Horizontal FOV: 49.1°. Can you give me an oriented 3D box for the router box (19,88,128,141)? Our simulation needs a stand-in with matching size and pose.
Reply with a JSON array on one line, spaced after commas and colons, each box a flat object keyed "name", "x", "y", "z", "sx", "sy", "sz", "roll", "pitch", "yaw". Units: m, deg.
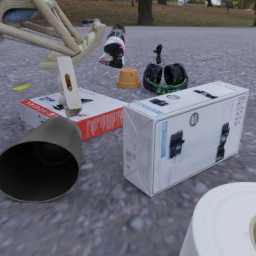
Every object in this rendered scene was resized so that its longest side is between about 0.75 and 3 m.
[{"name": "router box", "x": -1.584, "y": -0.462, "z": 8.321, "sx": 2.517, "sy": 0.615, "sz": 2.259, "roll": 22, "pitch": 32, "yaw": 40}]

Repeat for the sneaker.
[{"name": "sneaker", "x": -0.213, "y": -1.497, "z": 5.212, "sx": 0.485, "sy": 0.521, "sz": 1.207, "roll": 16, "pitch": -10, "yaw": -12}]

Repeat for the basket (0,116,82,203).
[{"name": "basket", "x": -1.574, "y": 0.480, "z": 5.609, "sx": 1.572, "sy": 1.186, "sz": 1.743, "roll": -14, "pitch": 19, "yaw": 6}]

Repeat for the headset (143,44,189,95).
[{"name": "headset", "x": 1.513, "y": -2.427, "z": 11.807, "sx": 1.836, "sy": 1.397, "sz": 2.973, "roll": -1, "pitch": 35, "yaw": -3}]

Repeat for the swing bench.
[{"name": "swing bench", "x": -2.293, "y": -2.921, "z": 7.652, "sx": 2.945, "sy": 1.911, "sz": 2.929, "roll": 33, "pitch": 14, "yaw": -20}]

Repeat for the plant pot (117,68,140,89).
[{"name": "plant pot", "x": 0.032, "y": -2.167, "z": 12.078, "sx": 1.006, "sy": 0.704, "sz": 1.006, "roll": 1, "pitch": 24, "yaw": 0}]

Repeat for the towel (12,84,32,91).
[{"name": "towel", "x": -4.470, "y": -1.720, "z": 11.842, "sx": 0.365, "sy": 0.077, "sz": 0.849, "roll": 10, "pitch": 26, "yaw": 23}]

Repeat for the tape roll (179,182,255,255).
[{"name": "tape roll", "x": 1.360, "y": 1.598, "z": 2.407, "sx": 2.002, "sy": 1.375, "sz": 2.002, "roll": 9, "pitch": 24, "yaw": -4}]

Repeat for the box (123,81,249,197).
[{"name": "box", "x": 1.264, "y": 0.079, "z": 5.856, "sx": 2.819, "sy": 1.644, "sz": 0.848, "roll": -16, "pitch": 29, "yaw": -34}]

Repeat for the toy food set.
[{"name": "toy food set", "x": -1.132, "y": -0.672, "z": 5.055, "sx": 0.369, "sy": 0.877, "sz": 1.222, "roll": -13, "pitch": -1, "yaw": -16}]
